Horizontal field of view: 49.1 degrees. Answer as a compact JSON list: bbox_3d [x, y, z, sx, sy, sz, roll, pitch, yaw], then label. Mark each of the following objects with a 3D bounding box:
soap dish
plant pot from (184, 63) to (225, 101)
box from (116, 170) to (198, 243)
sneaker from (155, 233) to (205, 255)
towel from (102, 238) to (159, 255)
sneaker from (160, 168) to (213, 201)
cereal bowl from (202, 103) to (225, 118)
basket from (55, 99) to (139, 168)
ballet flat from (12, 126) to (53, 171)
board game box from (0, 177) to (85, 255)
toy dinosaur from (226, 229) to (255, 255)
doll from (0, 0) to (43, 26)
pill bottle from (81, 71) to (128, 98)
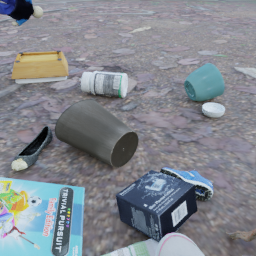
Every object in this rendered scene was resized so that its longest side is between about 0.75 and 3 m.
[{"bbox_3d":[-4.355,-3.101,14.000,2.648,1.076,2.083,-5,31,-10],"label":"soap dish"},{"bbox_3d":[3.046,-1.768,11.564,1.172,1.460,1.460,-26,36,-8],"label":"plant pot"},{"bbox_3d":[0.632,1.661,6.198,1.258,0.751,1.280,-28,27,-38],"label":"box"},{"bbox_3d":[1.171,2.655,4.216,1.076,1.167,2.646,-8,37,-14],"label":"sneaker"},{"bbox_3d":[0.204,2.657,5.288,1.445,0.222,1.078,-11,32,-17],"label":"towel"},{"bbox_3d":[1.500,1.369,7.227,1.422,0.559,0.634,20,26,19],"label":"sneaker"},{"bbox_3d":[3.224,-0.630,10.608,0.839,0.350,0.839,-1,31,0],"label":"cereal bowl"},{"bbox_3d":[-0.823,0.193,8.334,2.052,1.396,1.850,30,44,34],"label":"basket"},{"bbox_3d":[-2.878,0.592,8.381,0.646,0.553,1.945,7,32,11],"label":"ballet flat"},{"bbox_3d":[-2.201,1.888,5.594,2.553,0.599,1.927,9,29,-13],"label":"board game box"},{"bbox_3d":[2.858,1.735,5.111,1.114,1.758,2.595,35,1,14],"label":"toy dinosaur"},{"bbox_3d":[-3.331,-3.649,8.244,1.833,1.251,0.444,2,33,-47],"label":"doll"},{"bbox_3d":[-0.998,-1.898,12.025,1.851,1.047,1.047,7,32,10],"label":"pill bottle"}]
